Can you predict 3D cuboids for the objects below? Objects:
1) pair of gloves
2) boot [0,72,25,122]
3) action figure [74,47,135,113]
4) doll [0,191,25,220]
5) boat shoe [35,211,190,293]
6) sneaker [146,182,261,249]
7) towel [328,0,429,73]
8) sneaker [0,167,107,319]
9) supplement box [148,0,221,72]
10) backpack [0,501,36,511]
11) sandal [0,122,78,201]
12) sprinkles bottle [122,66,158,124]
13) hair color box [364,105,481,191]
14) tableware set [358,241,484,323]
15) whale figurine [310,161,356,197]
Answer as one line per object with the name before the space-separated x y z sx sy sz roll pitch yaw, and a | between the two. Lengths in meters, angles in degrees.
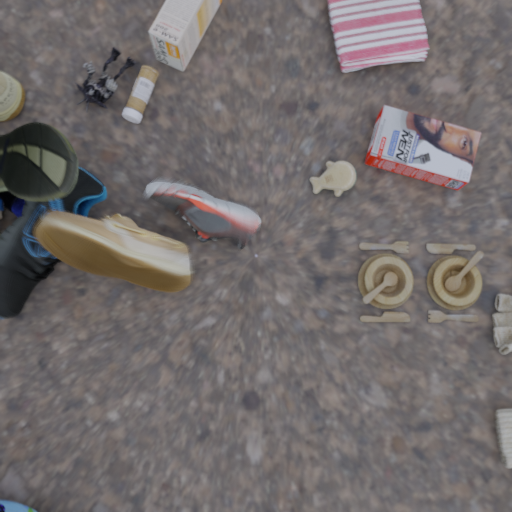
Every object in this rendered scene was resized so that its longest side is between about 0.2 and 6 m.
pair of gloves | 4.925 1.824 8.607 2.453 0.506 2.885 2 81 0
boot | -5.342 -2.954 8.371 2.965 2.305 1.079 11 82 2
action figure | -2.549 -2.921 9.258 0.676 0.581 1.138 36 82 -6
doll | -3.896 -0.885 9.100 1.190 0.288 0.812 40 83 5
boat shoe | -2.067 -0.176 8.399 2.375 0.876 0.822 24 50 -30
sneaker | -0.887 -0.584 8.774 1.857 0.715 0.760 20 105 -7
towel | 1.993 -4.208 9.598 1.533 0.313 2.095 -9 79 -2
sneaker | -3.241 -0.172 8.568 1.087 0.972 2.654 24 92 -1
supplement box | -1.145 -3.949 9.212 0.543 0.931 1.477 26 82 2
backpack | -3.518 5.324 7.111 3.413 2.515 3.738 -43 83 -5
sandal | -3.241 -1.295 8.078 2.666 0.761 1.058 12 84 44
sprinkles bottle | -1.927 -2.689 9.342 0.316 0.316 0.926 19 82 3
hair color box | 2.692 -1.749 9.112 1.619 0.517 0.898 16 82 1
tableware set | 2.628 0.392 8.858 1.985 0.398 1.312 0 82 0
whale figurine | 1.273 -1.253 9.162 0.753 0.391 0.599 -19 86 21
